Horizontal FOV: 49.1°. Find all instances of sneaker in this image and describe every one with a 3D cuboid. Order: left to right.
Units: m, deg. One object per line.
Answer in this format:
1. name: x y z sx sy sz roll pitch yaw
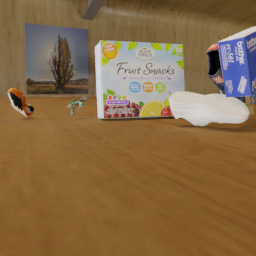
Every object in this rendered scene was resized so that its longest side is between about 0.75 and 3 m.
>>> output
1. sneaker: -3.813 -0.880 9.577 0.637 0.524 1.385 19 -27 19
2. sneaker: 2.065 -0.368 7.237 2.037 0.901 0.767 17 48 34
3. sneaker: 3.533 -1.710 10.255 1.200 2.840 1.064 -23 3 -42

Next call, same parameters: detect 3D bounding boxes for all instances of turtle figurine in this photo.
1. turtle figurine: -1.793 -0.787 9.677 0.640 0.430 0.855 -35 2 38

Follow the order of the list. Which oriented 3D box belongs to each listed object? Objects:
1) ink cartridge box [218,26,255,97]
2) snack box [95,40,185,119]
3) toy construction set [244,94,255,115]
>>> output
1. ink cartridge box: 3.234 -1.857 7.318 0.635 1.351 2.873 0 22 40
2. snack box: 0.431 -1.618 9.711 2.994 2.525 1.013 -2 1 -19
3. toy construction set: 4.665 -1.541 8.942 2.854 2.193 2.380 -6 24 15
